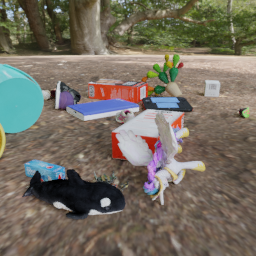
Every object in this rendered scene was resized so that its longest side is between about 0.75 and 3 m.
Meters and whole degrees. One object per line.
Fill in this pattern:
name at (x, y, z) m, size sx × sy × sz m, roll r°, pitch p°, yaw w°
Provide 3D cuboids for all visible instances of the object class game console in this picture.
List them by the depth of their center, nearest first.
game console at (1.613, -1.017, 11.897) m, size 1.965 × 0.305 × 1.738 m, roll -1°, pitch 18°, yaw -2°

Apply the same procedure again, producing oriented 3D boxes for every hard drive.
hard drive at (-0.998, -0.773, 11.114) m, size 2.405 × 0.305 × 1.587 m, roll -12°, pitch 22°, yaw -33°

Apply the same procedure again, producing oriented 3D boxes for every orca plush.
orca plush at (-0.996, 0.987, 5.062) m, size 1.971 × 0.701 × 1.037 m, roll 11°, pitch 21°, yaw 31°

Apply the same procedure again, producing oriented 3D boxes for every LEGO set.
LEGO set at (-0.369, 1.096, 5.639) m, size 0.769 × 0.218 × 0.499 m, roll 30°, pitch 32°, yaw 35°

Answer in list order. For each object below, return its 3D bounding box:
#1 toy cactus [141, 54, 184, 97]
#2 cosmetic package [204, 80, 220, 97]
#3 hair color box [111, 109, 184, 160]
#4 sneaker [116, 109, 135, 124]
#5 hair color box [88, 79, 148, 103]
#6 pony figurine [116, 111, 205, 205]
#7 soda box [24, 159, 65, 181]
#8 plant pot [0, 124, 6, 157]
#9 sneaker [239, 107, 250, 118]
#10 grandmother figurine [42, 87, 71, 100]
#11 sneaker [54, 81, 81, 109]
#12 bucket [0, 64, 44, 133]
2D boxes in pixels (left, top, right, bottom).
toy cactus at (1.883, -2.256, 13.683) m, size 1.329 × 2.598 × 2.144 m, roll 2°, pitch 50°, yaw -56°
cosmetic package at (4.280, -2.025, 14.328) m, size 0.702 × 0.702 × 0.851 m, roll 4°, pitch 19°, yaw 11°
hair color box at (0.636, 0.139, 7.586) m, size 1.234 × 0.744 × 2.430 m, roll 7°, pitch 20°, yaw 24°
sneaker at (-0.063, -0.425, 9.710) m, size 0.477 × 0.517 × 1.172 m, roll -10°, pitch 21°, yaw -28°
hair color box at (-0.480, -1.822, 13.547) m, size 2.615 × 0.801 × 1.327 m, roll 7°, pitch 20°, yaw 23°
pony figurine at (0.711, 0.515, 5.494) m, size 1.615 × 1.559 × 1.345 m, roll -19°, pitch -5°, yaw -46°
soda box at (-1.756, 0.924, 5.913) m, size 0.881 × 0.299 × 0.283 m, roll 9°, pitch 20°, yaw 27°
plant pot at (-3.613, 0.278, 6.418) m, size 1.425 × 1.425 × 1.341 m, roll -9°, pitch 4°, yaw -26°
sneaker at (4.381, -0.572, 10.605) m, size 0.367 × 0.336 × 0.876 m, roll -7°, pitch 7°, yaw 30°
grandmother figurine at (-3.611, -1.739, 13.782) m, size 1.111 × 0.555 × 1.832 m, roll -1°, pitch 14°, yaw 26°
sneaker at (-2.638, -1.366, 12.316) m, size 1.085 × 0.939 × 2.479 m, roll 5°, pitch 24°, yaw -14°
bucket at (-3.804, -0.898, 8.871) m, size 2.093 × 2.093 × 1.361 m, roll -17°, pitch 33°, yaw -42°
